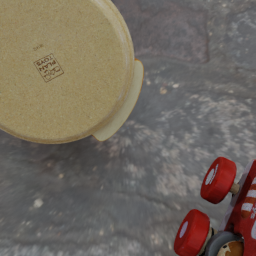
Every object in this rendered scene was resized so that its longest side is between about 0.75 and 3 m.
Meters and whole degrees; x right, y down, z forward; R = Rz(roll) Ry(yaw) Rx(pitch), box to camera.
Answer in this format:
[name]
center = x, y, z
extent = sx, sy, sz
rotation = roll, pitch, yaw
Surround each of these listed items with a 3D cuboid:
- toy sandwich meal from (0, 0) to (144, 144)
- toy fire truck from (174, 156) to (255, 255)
[toy sandwich meal]
center = -1.139, -1.031, 4.532
extent = 2.922, 2.922, 1.001
rotation = -10, 23, -5
[toy fire truck]
center = 1.534, 1.299, 3.591
extent = 1.216, 1.820, 2.168
rotation = 28, 80, 7
